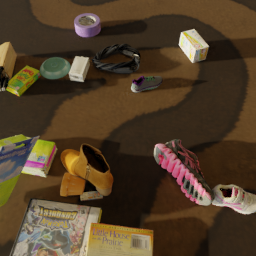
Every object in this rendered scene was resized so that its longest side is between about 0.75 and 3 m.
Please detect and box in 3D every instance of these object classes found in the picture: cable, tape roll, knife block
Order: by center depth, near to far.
[{"bbox_3d":[-5.788,-2.747,12.937,2.280,0.831,2.597,27,58,29],"label":"knife block"},{"bbox_3d":[-0.591,-3.504,13.824,2.426,0.616,1.980,0,54,1],"label":"cable"},{"bbox_3d":[-2.213,-5.644,15.364,1.382,0.587,1.382,0,55,-1],"label":"tape roll"}]

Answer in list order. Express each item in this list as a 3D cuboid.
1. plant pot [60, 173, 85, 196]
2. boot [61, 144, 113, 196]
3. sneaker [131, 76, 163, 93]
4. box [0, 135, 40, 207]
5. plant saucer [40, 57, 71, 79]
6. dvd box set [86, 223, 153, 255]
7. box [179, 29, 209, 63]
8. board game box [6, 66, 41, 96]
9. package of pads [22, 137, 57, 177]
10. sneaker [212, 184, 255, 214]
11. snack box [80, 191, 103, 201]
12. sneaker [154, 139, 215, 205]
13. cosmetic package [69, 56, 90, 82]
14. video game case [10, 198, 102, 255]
[{"bbox_3d":[-1.904,2.023,9.805,0.737,0.805,0.805,10,55,-3],"label":"plant pot"},{"bbox_3d":[-1.491,1.086,9.705,2.674,1.914,0.941,36,58,26],"label":"boot"},{"bbox_3d":[0.906,-2.137,12.795,1.589,0.695,0.591,-23,58,-15],"label":"sneaker"},{"bbox_3d":[-3.985,1.397,8.553,0.689,2.891,1.762,34,17,10],"label":"box"},{"bbox_3d":[-3.575,-3.004,13.681,1.497,0.269,1.497,0,55,0],"label":"plant saucer"},{"bbox_3d":[-0.324,4.324,8.163,2.055,0.413,2.809,9,55,-6],"label":"dvd box set"},{"bbox_3d":[3.302,-4.148,14.137,0.761,0.844,1.501,-18,58,-12],"label":"box"},{"bbox_3d":[-4.889,-2.225,13.060,0.772,0.362,1.520,25,58,17],"label":"board game box"},{"bbox_3d":[-3.695,1.025,10.604,1.738,0.593,1.342,9,55,6],"label":"package of pads"},{"bbox_3d":[3.695,2.379,9.514,1.803,0.796,0.734,8,55,6],"label":"sneaker"},{"bbox_3d":[-1.294,2.400,9.933,0.771,0.094,0.277,-6,54,-4],"label":"snack box"},{"bbox_3d":[2.234,1.447,10.137,1.343,1.113,2.817,-23,58,-29],"label":"sneaker"},{"bbox_3d":[-2.313,-2.838,13.426,0.691,0.497,1.225,10,54,7],"label":"cosmetic package"},{"bbox_3d":[-2.284,3.522,8.993,2.530,0.323,2.287,7,55,5],"label":"video game case"}]
